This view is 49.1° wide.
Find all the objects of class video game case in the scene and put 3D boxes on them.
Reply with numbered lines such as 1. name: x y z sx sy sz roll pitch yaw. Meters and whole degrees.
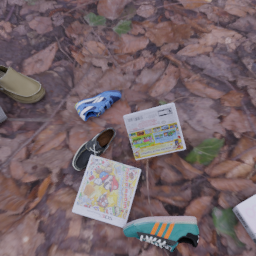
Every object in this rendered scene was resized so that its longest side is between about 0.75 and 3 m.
1. video game case: -0.643 1.948 8.766 1.697 0.213 1.865 16 72 3
2. video game case: 0.846 0.134 8.988 1.690 0.193 1.538 -14 99 13

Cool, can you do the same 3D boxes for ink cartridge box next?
1. ink cartridge box: 4.495 2.691 8.499 2.016 0.575 1.639 -26 64 -9

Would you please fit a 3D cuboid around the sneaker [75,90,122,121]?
1. sneaker: -1.021 -0.819 10.384 1.797 0.665 0.739 -23 64 -4

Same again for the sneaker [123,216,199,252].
1. sneaker: 0.972 3.087 8.078 2.228 0.795 0.890 -3 56 -3

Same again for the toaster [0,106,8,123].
1. toaster: -5.345 -0.881 9.777 1.189 2.004 1.812 -36 59 -21

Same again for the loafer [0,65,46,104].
1. loafer: -4.434 -1.732 10.729 2.630 0.887 1.000 18 62 10

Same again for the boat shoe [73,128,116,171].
1. boat shoe: -1.134 0.672 9.458 1.855 0.627 0.666 -45 98 -20
